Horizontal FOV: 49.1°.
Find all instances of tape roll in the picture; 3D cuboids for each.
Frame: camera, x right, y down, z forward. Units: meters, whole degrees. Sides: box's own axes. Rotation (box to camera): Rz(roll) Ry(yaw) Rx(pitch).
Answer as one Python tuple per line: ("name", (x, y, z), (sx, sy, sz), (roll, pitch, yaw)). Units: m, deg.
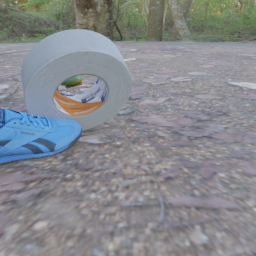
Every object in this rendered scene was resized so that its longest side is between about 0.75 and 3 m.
("tape roll", (-1.338, -1.136, 7.492), (2.808, 2.808, 0.928), (-8, 51, -19))

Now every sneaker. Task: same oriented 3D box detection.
("sneaker", (-2.431, 0.059, 6.613), (2.916, 1.143, 0.961), (-11, 36, -30))

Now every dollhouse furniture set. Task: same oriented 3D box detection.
("dollhouse furniture set", (-2.537, -1.512, 9.837), (1.700, 1.113, 0.853), (-10, 61, 22))
